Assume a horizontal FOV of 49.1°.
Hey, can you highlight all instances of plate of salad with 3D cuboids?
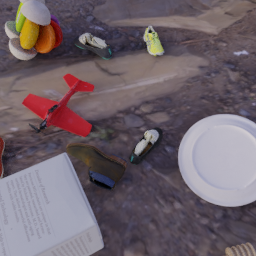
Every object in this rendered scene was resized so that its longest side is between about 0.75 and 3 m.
[{"bbox_3d":[2.929,0.925,8.416,2.791,0.670,2.791,-5,70,13],"label":"plate of salad"}]

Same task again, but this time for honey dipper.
[{"bbox_3d":[1.843,3.396,6.903,2.637,0.501,0.501,-12,56,-6],"label":"honey dipper"}]

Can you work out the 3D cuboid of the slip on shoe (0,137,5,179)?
[{"bbox_3d":[-4.148,0.984,8.520,0.672,0.555,1.815,-4,57,-5],"label":"slip on shoe"}]

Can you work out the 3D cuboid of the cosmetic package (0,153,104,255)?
[{"bbox_3d":[-2.108,2.291,6.687,2.423,2.027,2.015,-23,57,-16],"label":"cosmetic package"}]

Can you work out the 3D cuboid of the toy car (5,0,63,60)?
[{"bbox_3d":[-3.669,-4.109,11.379,1.982,2.313,2.643,6,46,-40],"label":"toy car"}]

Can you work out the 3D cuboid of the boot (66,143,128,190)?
[{"bbox_3d":[-1.075,1.118,8.317,1.977,0.739,0.958,17,54,9],"label":"boot"}]

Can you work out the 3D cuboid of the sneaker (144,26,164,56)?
[{"bbox_3d":[1.045,-3.625,11.717,0.599,0.607,1.589,-17,57,-13],"label":"sneaker"}]

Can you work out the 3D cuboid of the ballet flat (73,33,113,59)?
[{"bbox_3d":[-1.473,-3.541,11.612,2.013,0.735,0.735,31,60,20],"label":"ballet flat"}]

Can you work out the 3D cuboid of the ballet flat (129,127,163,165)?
[{"bbox_3d":[0.625,0.469,8.868,0.562,0.565,1.653,27,59,20],"label":"ballet flat"}]

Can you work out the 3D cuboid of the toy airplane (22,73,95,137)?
[{"bbox_3d":[-2.238,-0.866,9.829,2.883,0.530,2.883,1,56,-1],"label":"toy airplane"}]
